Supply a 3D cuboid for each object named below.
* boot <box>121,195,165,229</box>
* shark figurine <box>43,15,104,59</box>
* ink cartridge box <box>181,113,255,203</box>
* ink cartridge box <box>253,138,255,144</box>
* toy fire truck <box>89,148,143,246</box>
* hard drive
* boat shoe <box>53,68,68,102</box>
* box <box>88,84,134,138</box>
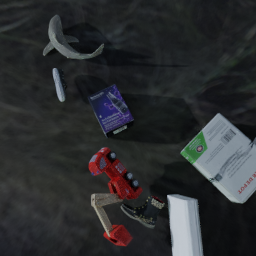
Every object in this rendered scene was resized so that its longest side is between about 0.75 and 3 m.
[{"bbox_3d":[0.402,2.125,7.604,1.057,0.382,0.798,28,99,17],"label":"boot"},{"bbox_3d":[-1.978,-2.747,9.037,2.336,0.975,1.396,36,81,14],"label":"shark figurine"},{"bbox_3d":[2.812,0.877,8.023,1.538,0.872,2.099,-44,78,-6],"label":"ink cartridge box"},{"bbox_3d":[4.077,0.537,8.062,0.656,0.894,0.371,30,84,3],"label":"ink cartridge box"},{"bbox_3d":[-0.439,1.796,7.455,2.212,0.539,1.560,52,55,-7],"label":"toy fire truck"},{"bbox_3d":[1.407,2.987,6.804,0.337,1.691,2.565,-3,81,-7],"label":"hard drive"},{"bbox_3d":[-2.091,-1.386,8.835,0.335,0.406,1.184,-8,69,-25],"label":"boat shoe"},{"bbox_3d":[-0.519,-0.506,8.574,0.968,0.682,1.308,-27,76,-7],"label":"box"}]
